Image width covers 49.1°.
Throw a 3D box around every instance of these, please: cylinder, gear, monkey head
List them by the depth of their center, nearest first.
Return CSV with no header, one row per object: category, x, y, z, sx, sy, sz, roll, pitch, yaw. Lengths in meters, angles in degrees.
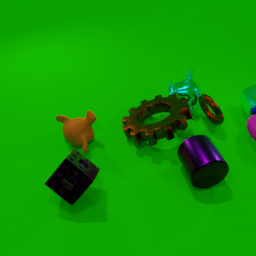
cylinder,1.882,0.848,7.129,0.995,0.995,0.995,-8,40,-9
monkey head,-1.394,0.004,8.081,1.443,1.038,0.870,47,42,16
gear,0.836,-0.299,8.369,2.059,0.381,2.059,-17,32,11
cylinder,4.193,-0.772,9.057,0.917,0.917,0.917,-1,41,-2
monkey head,1.870,-1.170,9.270,0.985,1.176,1.635,-9,75,27

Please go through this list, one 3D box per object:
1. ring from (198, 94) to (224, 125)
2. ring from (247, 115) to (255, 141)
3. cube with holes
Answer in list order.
ring,2.579,-0.572,8.712,0.225,1.125,1.125,-33,47,-1
ring,4.219,0.172,8.170,1.576,0.315,1.576,12,41,-11
cube with holes,-1.271,1.127,6.556,0.804,0.804,0.804,40,11,-4
